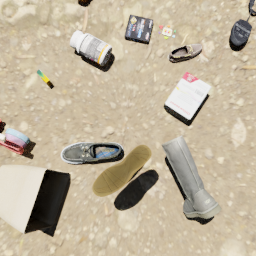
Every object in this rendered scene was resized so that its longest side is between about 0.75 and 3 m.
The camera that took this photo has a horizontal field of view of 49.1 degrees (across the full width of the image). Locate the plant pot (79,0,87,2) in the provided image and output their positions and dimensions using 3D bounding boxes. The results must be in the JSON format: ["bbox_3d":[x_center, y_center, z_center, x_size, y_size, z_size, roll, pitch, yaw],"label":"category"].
[{"bbox_3d":[-2.067,-6.085,12.715,0.753,0.753,0.527,10,97,2],"label":"plant pot"}]

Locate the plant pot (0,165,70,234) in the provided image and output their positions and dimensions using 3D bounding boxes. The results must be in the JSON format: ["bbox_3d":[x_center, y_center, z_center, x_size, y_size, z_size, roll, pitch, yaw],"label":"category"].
[{"bbox_3d":[-3.797,2.426,10.526,1.961,2.215,2.213,14,80,13],"label":"plant pot"}]

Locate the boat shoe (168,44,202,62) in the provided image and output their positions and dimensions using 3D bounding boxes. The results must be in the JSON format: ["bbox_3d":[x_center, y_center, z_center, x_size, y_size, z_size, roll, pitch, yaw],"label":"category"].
[{"bbox_3d":[2.554,-3.371,12.308,1.614,0.480,0.580,-17,80,-3],"label":"boat shoe"}]

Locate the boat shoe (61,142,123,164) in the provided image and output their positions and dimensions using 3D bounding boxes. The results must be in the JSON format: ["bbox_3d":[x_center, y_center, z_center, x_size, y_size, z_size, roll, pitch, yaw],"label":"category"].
[{"bbox_3d":[-1.484,0.942,11.409,2.583,0.731,0.886,-6,80,-1],"label":"boat shoe"}]

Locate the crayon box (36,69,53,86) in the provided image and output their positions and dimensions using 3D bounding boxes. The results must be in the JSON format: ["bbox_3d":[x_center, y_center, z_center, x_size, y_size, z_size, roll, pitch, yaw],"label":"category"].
[{"bbox_3d":[-3.559,-2.114,12.068,0.206,0.515,0.811,-43,82,-6],"label":"crayon box"}]

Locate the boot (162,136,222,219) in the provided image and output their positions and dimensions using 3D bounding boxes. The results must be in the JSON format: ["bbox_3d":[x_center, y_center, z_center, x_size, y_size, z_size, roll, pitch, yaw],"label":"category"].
[{"bbox_3d":[2.053,1.799,10.287,1.041,2.608,2.868,-31,82,-19],"label":"boot"}]

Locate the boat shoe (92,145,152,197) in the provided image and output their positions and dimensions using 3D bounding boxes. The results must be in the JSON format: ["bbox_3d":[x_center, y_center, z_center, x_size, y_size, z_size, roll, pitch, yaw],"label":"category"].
[{"bbox_3d":[-0.132,1.456,9.035,2.237,0.725,0.819,-36,68,-9],"label":"boat shoe"}]

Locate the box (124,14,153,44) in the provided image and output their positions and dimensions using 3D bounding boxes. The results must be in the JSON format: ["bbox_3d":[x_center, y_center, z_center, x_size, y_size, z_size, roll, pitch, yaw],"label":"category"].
[{"bbox_3d":[0.495,-4.458,12.616,1.110,0.278,1.119,13,81,3],"label":"box"}]

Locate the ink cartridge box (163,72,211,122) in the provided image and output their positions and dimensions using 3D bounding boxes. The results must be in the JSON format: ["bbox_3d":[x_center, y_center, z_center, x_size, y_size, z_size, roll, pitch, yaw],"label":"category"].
[{"bbox_3d":[2.467,-1.288,11.818,1.246,0.708,1.710,34,82,6],"label":"ink cartridge box"}]

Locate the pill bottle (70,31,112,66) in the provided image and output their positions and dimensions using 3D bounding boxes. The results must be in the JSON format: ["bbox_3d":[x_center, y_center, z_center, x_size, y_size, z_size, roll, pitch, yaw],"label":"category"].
[{"bbox_3d":[-1.590,-3.460,12.080,1.660,0.966,0.966,29,81,5],"label":"pill bottle"}]

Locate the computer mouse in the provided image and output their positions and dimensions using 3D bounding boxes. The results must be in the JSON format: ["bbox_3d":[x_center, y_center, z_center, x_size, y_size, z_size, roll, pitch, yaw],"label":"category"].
[{"bbox_3d":[5.301,-4.869,12.649,0.863,0.501,2.946,31,74,-5],"label":"computer mouse"}]

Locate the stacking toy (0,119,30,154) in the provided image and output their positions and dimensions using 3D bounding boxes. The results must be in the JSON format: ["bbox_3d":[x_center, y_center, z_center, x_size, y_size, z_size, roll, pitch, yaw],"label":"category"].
[{"bbox_3d":[-5.054,0.008,10.956,2.352,2.129,0.993,22,69,5],"label":"stacking toy"}]

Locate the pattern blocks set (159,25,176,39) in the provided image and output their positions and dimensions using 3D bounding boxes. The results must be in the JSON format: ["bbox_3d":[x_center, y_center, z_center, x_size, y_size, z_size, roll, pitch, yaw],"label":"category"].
[{"bbox_3d":[1.777,-4.356,12.698,0.778,0.063,0.684,4,80,0],"label":"pattern blocks set"}]
